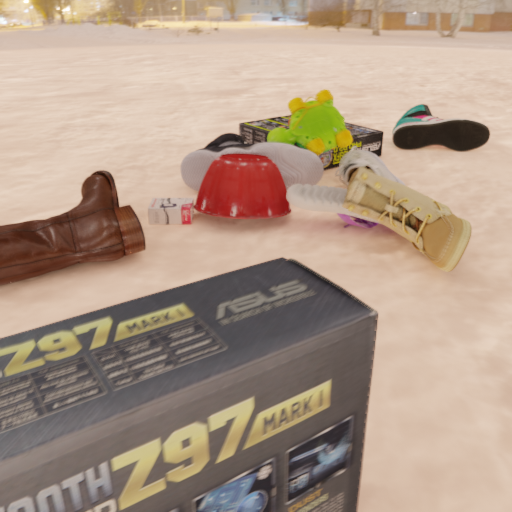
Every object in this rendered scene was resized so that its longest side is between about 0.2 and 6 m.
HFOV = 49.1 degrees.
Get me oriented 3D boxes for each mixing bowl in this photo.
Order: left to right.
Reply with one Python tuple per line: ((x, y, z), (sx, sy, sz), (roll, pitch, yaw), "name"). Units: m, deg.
((-0.272, -1.530, 11.760), (2.089, 1.132, 2.089), (2, 16, 0), "mixing bowl")

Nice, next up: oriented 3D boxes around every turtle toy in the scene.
((1.265, -3.084, 13.865), (2.118, 1.544, 1.071), (-20, -9, -17), "turtle toy")

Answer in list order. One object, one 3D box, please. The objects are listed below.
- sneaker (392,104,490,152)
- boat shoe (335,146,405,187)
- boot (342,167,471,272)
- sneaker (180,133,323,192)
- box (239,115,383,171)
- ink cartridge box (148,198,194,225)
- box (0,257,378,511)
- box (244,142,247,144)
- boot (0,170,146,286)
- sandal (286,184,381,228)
((5.521, -3.893, 17.061), (2.781, 1.163, 1.679), (2, 36, 8), "sneaker")
((2.317, -1.894, 12.827), (1.128, 0.977, 2.645), (20, 24, -27), "boat shoe")
((2.562, -0.740, 9.916), (2.044, 0.957, 2.629), (24, 22, -3), "boot")
((-0.066, -2.333, 13.600), (3.335, 1.258, 1.898), (0, 27, 4), "sneaker")
((1.544, -3.420, 16.429), (2.729, 0.754, 3.406), (-19, 32, -33), "box")
((-1.785, -0.944, 11.778), (0.896, 0.378, 0.649), (0, 26, 0), "ink cartridge box")
((-1.068, 1.864, 3.107), (3.729, 2.940, 0.951), (-17, 31, -29), "box")
((-0.779, -2.799, 15.383), (0.846, 0.556, 0.850), (9, 27, 18), "box")
((-4.160, -0.507, 10.258), (3.501, 1.125, 3.263), (-17, 29, -22), "boot")
((1.823, -0.918, 11.399), (2.547, 0.626, 1.036), (13, 32, -4), "sandal")
